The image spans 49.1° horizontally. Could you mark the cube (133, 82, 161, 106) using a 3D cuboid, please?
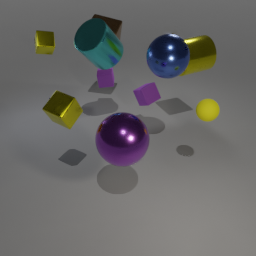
[{"bbox_3d":[0.762,-1.353,11.255,0.700,0.700,0.700,-31,16,-22],"label":"cube"}]

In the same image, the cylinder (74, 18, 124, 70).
[{"bbox_3d":[-1.083,-3.153,10.632,1.400,1.400,1.400,21,-7,31],"label":"cylinder"}]

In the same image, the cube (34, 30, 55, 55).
[{"bbox_3d":[-3.434,-3.507,11.539,0.700,0.700,0.700,-3,-11,-25],"label":"cube"}]

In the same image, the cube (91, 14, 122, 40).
[{"bbox_3d":[-1.168,-4.285,13.261,1.400,1.400,1.400,15,49,3],"label":"cube"}]

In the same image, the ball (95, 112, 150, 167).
[{"bbox_3d":[-0.144,0.293,7.236,1.400,1.400,1.400,0,31,0],"label":"ball"}]

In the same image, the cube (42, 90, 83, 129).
[{"bbox_3d":[-1.827,-0.510,7.914,0.700,0.700,0.700,23,69,23],"label":"cube"}]

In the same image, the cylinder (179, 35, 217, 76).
[{"bbox_3d":[2.587,-2.925,11.330,1.400,1.400,1.400,-16,34,-16],"label":"cylinder"}]

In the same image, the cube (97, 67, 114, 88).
[{"bbox_3d":[-1.031,-2.364,12.997,0.700,0.700,0.700,-5,41,4],"label":"cube"}]

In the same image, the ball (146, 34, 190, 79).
[{"bbox_3d":[1.291,-2.303,9.045,1.400,1.400,1.400,0,31,0],"label":"ball"}]

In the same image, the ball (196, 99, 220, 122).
[{"bbox_3d":[2.430,-0.545,8.554,0.700,0.700,0.700,0,31,0],"label":"ball"}]
